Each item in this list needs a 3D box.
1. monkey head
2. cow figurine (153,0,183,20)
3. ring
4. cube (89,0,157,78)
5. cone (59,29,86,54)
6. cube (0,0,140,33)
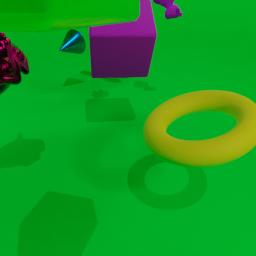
[{"bbox_3d":[-2.212,-1.084,4.262,1.048,1.251,1.739,-9,33,11],"label":"monkey head"},{"bbox_3d":[1.130,-3.453,7.536,0.945,0.961,0.527,23,8,6],"label":"cow figurine"},{"bbox_3d":[1.072,-0.057,4.168,1.725,0.345,1.725,-12,32,8],"label":"ring"},{"bbox_3d":[-0.192,-2.087,6.390,1.359,1.359,1.359,-2,61,-6],"label":"cube"},{"bbox_3d":[-1.970,-2.662,9.134,0.846,0.846,0.850,16,42,26],"label":"cone"},{"bbox_3d":[-0.519,-0.880,1.015,0.954,0.954,0.954,6,23,15],"label":"cube"}]
